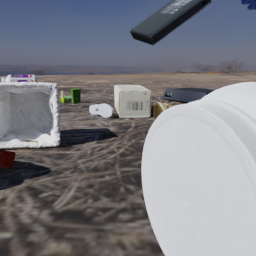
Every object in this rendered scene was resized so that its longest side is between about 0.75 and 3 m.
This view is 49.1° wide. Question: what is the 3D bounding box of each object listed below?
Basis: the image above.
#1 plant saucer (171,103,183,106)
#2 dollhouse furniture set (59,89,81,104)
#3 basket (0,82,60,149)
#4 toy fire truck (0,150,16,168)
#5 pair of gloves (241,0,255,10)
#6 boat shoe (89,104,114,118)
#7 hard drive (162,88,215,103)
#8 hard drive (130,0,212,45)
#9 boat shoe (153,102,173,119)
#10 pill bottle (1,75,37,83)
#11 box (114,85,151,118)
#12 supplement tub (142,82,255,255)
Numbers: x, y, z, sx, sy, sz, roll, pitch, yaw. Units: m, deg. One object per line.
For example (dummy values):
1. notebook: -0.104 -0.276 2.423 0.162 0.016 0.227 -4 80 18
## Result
1. plant saucer: 2.196 -0.914 11.746 0.793 0.145 0.793 1 13 0
2. dollhouse furniture set: -2.907 -1.625 13.661 0.872 0.673 1.744 -8 15 -33
3. basket: -2.260 -0.318 6.448 1.414 1.427 1.147 -2 7 -9
4. toy fire truck: -3.271 0.338 4.424 2.279 1.278 1.914 4 -11 15
5. pair of gloves: 3.065 -2.234 5.864 1.961 0.223 1.577 27 29 -24
6. boat shoe: -0.839 -0.636 9.922 0.449 0.475 1.324 -12 10 -38
7. hard drive: 3.242 -1.607 13.742 1.882 0.591 2.790 -9 16 -35
8. hard drive: 1.220 -3.358 8.519 2.141 0.352 1.494 -37 33 -4
9. boat shoe: 1.171 -0.527 8.866 0.591 0.659 1.780 -3 11 -1
10. pill bottle: -6.766 -2.746 17.493 2.030 1.141 1.141 -3 13 -18
11. box: 0.109 -1.076 10.615 1.160 0.950 2.443 -1 13 -5
12. supplement tub: 1.446 0.407 2.514 2.302 1.662 1.662 -6 14 -25
